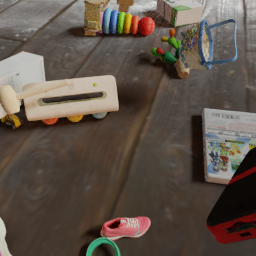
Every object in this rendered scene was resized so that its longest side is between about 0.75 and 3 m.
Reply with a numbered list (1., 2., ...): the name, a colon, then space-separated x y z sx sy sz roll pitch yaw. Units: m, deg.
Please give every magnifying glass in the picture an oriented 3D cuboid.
1. magnifying glass: -0.321 2.820 5.151 0.653 0.184 1.642 -22 52 -6

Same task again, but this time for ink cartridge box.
1. ink cartridge box: 2.393 -5.656 13.297 1.417 0.818 1.940 -17 47 -17

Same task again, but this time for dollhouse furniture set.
1. dollhouse furniture set: -0.444 -2.422 6.241 1.056 1.194 0.664 1 58 -8

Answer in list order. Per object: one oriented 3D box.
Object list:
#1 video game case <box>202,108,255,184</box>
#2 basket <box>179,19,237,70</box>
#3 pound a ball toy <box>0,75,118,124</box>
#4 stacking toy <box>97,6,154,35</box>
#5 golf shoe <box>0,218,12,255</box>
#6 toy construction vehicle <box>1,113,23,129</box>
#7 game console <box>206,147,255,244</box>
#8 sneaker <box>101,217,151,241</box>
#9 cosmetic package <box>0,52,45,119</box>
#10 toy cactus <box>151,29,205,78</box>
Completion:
1. video game case: 3.405 0.510 7.445 2.751 0.303 2.507 7 45 6
2. basket: 2.198 -2.267 7.699 1.501 1.044 1.324 -5 64 26
3. pound a ball toy: -1.766 -0.709 7.777 2.950 1.253 1.924 -8 10 -8
4. stacking toy: -0.243 -4.499 12.080 2.771 1.183 1.183 10 45 0
5. golf shoe: -2.838 2.064 5.195 1.060 1.288 2.815 -34 52 -28
6. toy construction vehicle: -3.902 -0.261 8.105 1.299 0.458 1.131 31 52 27
7. game console: 1.217 0.307 2.128 0.209 1.345 1.190 45 55 6
8. sneaker: -0.030 2.036 5.779 1.080 0.469 0.398 -10 46 -11
9. cosmetic package: -3.493 -1.345 8.408 0.868 1.191 2.344 16 37 16
10. toy cactus: 2.020 -2.663 10.255 2.259 1.155 1.864 6 54 -6
